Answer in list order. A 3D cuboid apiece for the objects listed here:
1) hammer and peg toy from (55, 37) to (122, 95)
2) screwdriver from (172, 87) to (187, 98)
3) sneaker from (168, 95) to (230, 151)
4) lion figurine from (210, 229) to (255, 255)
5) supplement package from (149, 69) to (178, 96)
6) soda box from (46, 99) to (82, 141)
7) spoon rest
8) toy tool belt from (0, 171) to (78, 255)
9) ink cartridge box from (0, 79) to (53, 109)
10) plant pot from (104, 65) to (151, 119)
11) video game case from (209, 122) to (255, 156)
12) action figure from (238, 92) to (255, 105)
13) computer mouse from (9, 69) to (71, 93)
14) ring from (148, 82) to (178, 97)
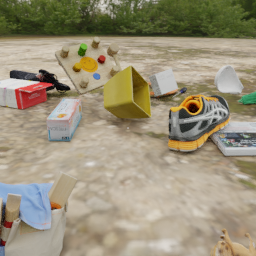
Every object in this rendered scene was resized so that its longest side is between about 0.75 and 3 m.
[{"bbox_3d":[-1.090,-2.360,10.287,2.617,1.925,0.923,-27,-11,-31],"label":"hammer and peg toy"},{"bbox_3d":[2.270,-1.518,12.413,0.233,0.243,1.673,12,30,27],"label":"screwdriver"},{"bbox_3d":[2.073,-0.447,7.941,1.169,1.154,2.988,2,24,37],"label":"sneaker"},{"bbox_3d":[1.597,1.776,4.029,0.851,0.308,0.521,6,34,2],"label":"lion figurine"},{"bbox_3d":[1.455,-1.868,11.563,0.828,0.866,0.637,-22,7,-20],"label":"supplement package"},{"bbox_3d":[-1.910,-0.309,8.657,0.647,0.696,2.035,0,22,1],"label":"soda box"},{"bbox_3d":[4.115,-1.795,11.255,0.649,1.064,2.143,27,7,40],"label":"spoon rest"},{"bbox_3d":[-1.836,1.115,3.757,2.152,1.322,1.343,7,18,-23],"label":"toy tool belt"},{"bbox_3d":[-4.279,-1.371,11.150,2.383,0.801,1.384,10,24,24],"label":"ink cartridge box"},{"bbox_3d":[-0.075,-1.028,9.305,1.191,1.350,1.350,-15,-26,25],"label":"plant pot"},{"bbox_3d":[3.400,0.266,7.871,2.069,0.242,1.881,0,21,-2],"label":"video game case"},{"bbox_3d":[4.893,-1.161,11.149,1.070,0.632,0.293,-11,0,-6],"label":"action figure"},{"bbox_3d":[-4.148,-1.959,12.330,2.809,0.740,1.945,10,-11,26],"label":"computer mouse"},{"bbox_3d":[1.166,-1.771,12.973,2.244,0.215,2.244,0,23,0],"label":"ring"}]
